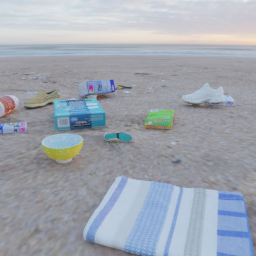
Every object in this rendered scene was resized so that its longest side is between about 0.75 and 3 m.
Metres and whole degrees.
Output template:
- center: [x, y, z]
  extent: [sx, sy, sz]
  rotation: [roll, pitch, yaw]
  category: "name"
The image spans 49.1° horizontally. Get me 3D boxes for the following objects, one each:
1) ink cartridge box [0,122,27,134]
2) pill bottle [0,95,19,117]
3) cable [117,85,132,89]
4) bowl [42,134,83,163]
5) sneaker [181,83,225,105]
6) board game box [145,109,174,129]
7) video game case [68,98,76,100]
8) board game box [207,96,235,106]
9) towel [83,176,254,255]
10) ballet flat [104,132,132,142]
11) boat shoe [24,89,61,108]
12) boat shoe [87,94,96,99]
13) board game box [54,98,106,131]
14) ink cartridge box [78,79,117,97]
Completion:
- center: [-4.274, 0.000, 10.218]
  extent: [1.101, 0.231, 0.657]
  rotation: [-7, 19, -15]
  category: "ink cartridge box"
- center: [-5.410, -0.992, 12.258]
  extent: [0.784, 0.784, 1.398]
  rotation: [3, 19, 10]
  category: "pill bottle"
- center: [-0.299, -2.573, 18.022]
  extent: [1.050, 0.264, 0.510]
  rotation: [8, -1, -15]
  category: "cable"
- center: [-1.800, 0.617, 7.765]
  extent: [1.115, 0.600, 1.115]
  rotation: [1, 19, 0]
  category: "bowl"
- center: [3.603, -1.639, 13.510]
  extent: [2.032, 1.010, 0.792]
  rotation: [-1, -1, 13]
  category: "sneaker"
- center: [1.276, -0.357, 11.154]
  extent: [1.006, 0.316, 2.106]
  rotation: [3, 16, 11]
  category: "board game box"
- center: [-2.729, -1.286, 14.133]
  extent: [1.164, 0.138, 1.059]
  rotation: [12, 22, 34]
  category: "video game case"
- center: [4.653, -1.416, 14.306]
  extent: [1.305, 0.269, 1.308]
  rotation: [3, 19, 9]
  category: "board game box"
- center: [0.792, 1.622, 5.219]
  extent: [2.809, 0.334, 2.063]
  rotation: [6, 20, 16]
  category: "towel"
- center: [-0.316, 0.297, 9.204]
  extent: [0.937, 0.354, 0.300]
  rotation: [6, -6, 5]
  category: "ballet flat"
- center: [-4.236, -1.518, 13.772]
  extent: [0.755, 0.802, 2.106]
  rotation: [11, 21, 28]
  category: "boat shoe"
- center: [-1.913, -1.580, 14.724]
  extent: [0.351, 0.315, 0.950]
  rotation: [-9, 4, -24]
  category: "boat shoe"
- center: [-2.042, -0.618, 11.434]
  extent: [1.882, 0.585, 2.493]
  rotation: [-5, 19, -14]
  category: "board game box"
- center: [-1.595, -2.205, 15.446]
  extent: [1.928, 0.736, 1.316]
  rotation: [-12, 5, -30]
  category: "ink cartridge box"
